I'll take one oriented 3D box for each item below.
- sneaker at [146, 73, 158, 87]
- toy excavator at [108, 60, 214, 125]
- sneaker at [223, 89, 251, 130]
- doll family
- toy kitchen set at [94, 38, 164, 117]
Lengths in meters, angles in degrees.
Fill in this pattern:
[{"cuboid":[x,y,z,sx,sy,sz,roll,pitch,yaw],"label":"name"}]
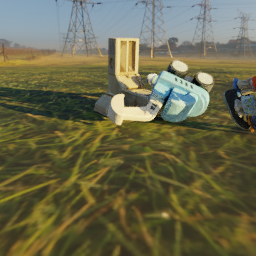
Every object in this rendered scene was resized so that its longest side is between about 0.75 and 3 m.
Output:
[{"cuboid":[0.923,-1.657,9.757,0.516,0.464,1.254,29,5,4],"label":"sneaker"},{"cuboid":[0.911,-0.708,7.361,2.302,1.182,2.367,25,50,3],"label":"toy excavator"},{"cuboid":[2.589,-0.444,6.300,0.379,1.014,0.539,-34,3,-32],"label":"sneaker"},{"cuboid":[3.038,-0.298,5.679,1.267,2.041,0.920,-9,48,45],"label":"doll family"},{"cuboid":[-0.063,-1.643,8.826,1.991,2.201,2.440,-11,23,-32],"label":"toy kitchen set"}]
